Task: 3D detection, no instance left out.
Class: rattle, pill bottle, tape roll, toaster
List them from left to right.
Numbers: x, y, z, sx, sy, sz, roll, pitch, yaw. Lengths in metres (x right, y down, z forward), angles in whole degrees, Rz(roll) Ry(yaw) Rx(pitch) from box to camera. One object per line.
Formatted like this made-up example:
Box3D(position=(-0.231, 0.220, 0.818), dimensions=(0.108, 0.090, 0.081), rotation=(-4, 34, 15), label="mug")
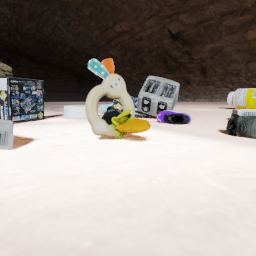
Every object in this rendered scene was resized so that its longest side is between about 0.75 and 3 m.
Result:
Box3D(position=(-2.212, -0.770, 13.222), dimensions=(1.570, 0.549, 1.570), rotation=(0, 7, 0), label="tape roll")
Box3D(position=(-0.386, -0.196, 7.660), dimensions=(0.679, 0.679, 1.214), rotation=(0, 6, -2), label="pill bottle")
Box3D(position=(-0.235, -0.807, 6.003), dimensions=(1.257, 1.931, 1.379), rotation=(5, -9, -14), label="rattle")
Box3D(position=(1.370, -1.359, 12.137), dimensions=(1.533, 1.006, 1.695), rotation=(18, 53, 13), label="toaster")
Box3D(position=(8.564, -2.031, 19.835), dimensions=(1.532, 1.532, 2.804), rotation=(-5, 8, -35), label="pill bottle")

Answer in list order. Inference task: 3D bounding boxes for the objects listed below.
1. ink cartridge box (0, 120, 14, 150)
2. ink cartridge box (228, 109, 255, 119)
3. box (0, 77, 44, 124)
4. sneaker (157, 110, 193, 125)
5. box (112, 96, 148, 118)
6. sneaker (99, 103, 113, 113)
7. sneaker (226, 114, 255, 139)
Box3D(position=(-3.726, -0.011, 5.296), dimensions=(2.534, 0.723, 2.060), rotation=(-1, -6, 40), label="ink cartridge box")
Box3D(position=(5.218, -0.563, 11.579), dimensions=(1.838, 0.645, 2.262), rotation=(1, 11, 9), label="ink cartridge box")
Box3D(position=(-4.058, -1.070, 10.881), dimensions=(0.486, 1.681, 2.114), rotation=(2, 7, 18), label="box")
Box3D(position=(1.565, -0.372, 10.086), dimensions=(1.364, 0.474, 0.678), rotation=(5, 9, 34), label="sneaker")
Box3D(position=(0.106, -1.135, 13.569), dimensions=(1.680, 0.486, 2.114), rotation=(13, 17, -5), label="box")
Box3D(position=(-0.777, -1.101, 16.112), dimensions=(1.762, 0.651, 0.722), rotation=(-17, 22, -37), label="sneaker")
Box3D(position=(3.156, -0.120, 7.273), dimensions=(0.923, 0.616, 1.612), rotation=(14, 19, 38), label="sneaker")
